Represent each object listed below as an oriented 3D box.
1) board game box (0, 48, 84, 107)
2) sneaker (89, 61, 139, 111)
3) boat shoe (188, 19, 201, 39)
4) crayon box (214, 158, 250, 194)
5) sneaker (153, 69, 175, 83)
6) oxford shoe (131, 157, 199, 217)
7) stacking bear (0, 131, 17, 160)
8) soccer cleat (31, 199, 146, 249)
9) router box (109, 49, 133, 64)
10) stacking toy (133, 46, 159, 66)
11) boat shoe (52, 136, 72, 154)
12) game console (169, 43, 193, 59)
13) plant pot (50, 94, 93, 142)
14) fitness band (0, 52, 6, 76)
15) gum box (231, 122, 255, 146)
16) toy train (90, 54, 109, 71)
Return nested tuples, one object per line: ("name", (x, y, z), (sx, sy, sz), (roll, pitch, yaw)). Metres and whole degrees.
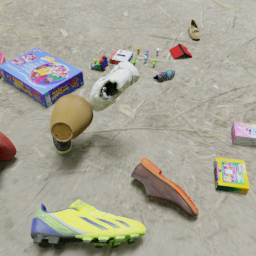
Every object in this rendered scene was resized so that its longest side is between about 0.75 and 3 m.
("board game box", (-3.437, -2.103, 11.128), (2.841, 0.636, 1.910), (31, 52, 27))
("sneaker", (-0.602, -0.991, 7.745), (0.811, 2.157, 0.874), (43, 51, -9))
("boat shoe", (3.331, -4.971, 14.155), (0.552, 0.472, 1.505), (-4, 45, -4))
("crayon box", (2.901, 1.330, 7.914), (0.838, 0.283, 0.971), (7, 45, 5))
("sneaker", (1.095, -1.588, 8.637), (0.378, 0.791, 0.314), (2, 75, -40))
("oxford shoe", (0.956, 1.688, 7.426), (2.050, 0.730, 0.744), (40, 89, 26))
("stacking bear", (-4.302, 1.366, 7.055), (1.781, 1.668, 2.933), (3, 50, 3))
("soccer cleat", (-0.928, 2.190, 6.574), (2.683, 0.867, 1.122), (-1, 55, 2))
("router box", (-0.295, -3.148, 12.488), (0.812, 0.221, 0.905), (13, 46, 13))
("stacking toy", (0.819, -3.182, 12.504), (0.989, 0.308, 1.312), (7, 47, 9))
("boat shoe", (-2.195, 0.092, 8.977), (0.615, 0.545, 1.681), (-14, 46, -14))
("game console", (2.430, -3.445, 12.892), (0.754, 0.519, 0.875), (17, 38, -28))
("plant pot", (-1.681, -0.177, 7.899), (1.212, 1.212, 1.301), (2, 25, 2))
("fitness band", (-5.758, -2.572, 11.586), (1.214, 0.316, 1.690), (1, 61, 6))
("gum box", (3.950, 0.215, 8.972), (1.143, 0.378, 0.648), (8, 45, 8))
("toy train", (-1.188, -2.910, 12.145), (0.624, 0.457, 1.079), (-1, 43, 19))
